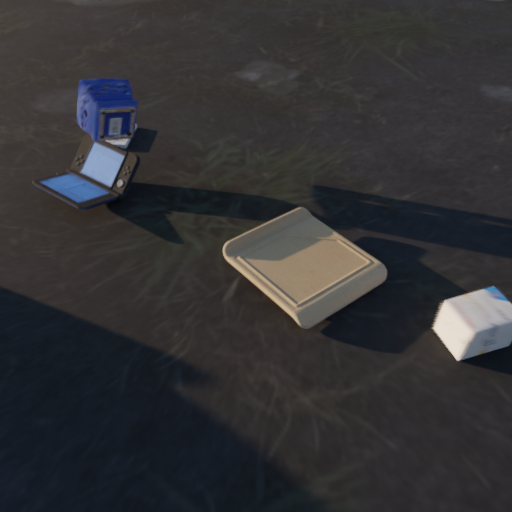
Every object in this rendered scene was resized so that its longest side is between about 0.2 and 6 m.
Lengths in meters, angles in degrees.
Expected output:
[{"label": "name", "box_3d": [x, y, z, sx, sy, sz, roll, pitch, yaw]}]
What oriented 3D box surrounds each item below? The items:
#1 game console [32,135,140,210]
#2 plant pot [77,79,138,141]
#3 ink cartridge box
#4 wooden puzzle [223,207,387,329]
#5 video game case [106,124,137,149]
[{"label": "game console", "box_3d": [-3.040, -1.534, 10.037, 1.470, 1.255, 0.870, 26, 3, 27]}, {"label": "plant pot", "box_3d": [-2.705, -2.638, 10.311, 0.932, 0.932, 0.838, -12, 50, -31]}, {"label": "ink cartridge box", "box_3d": [2.918, 0.896, 7.413, 0.827, 0.598, 0.609, -12, 45, -16]}, {"label": "wooden puzzle", "box_3d": [0.726, 0.140, 8.562, 1.786, 0.360, 1.931, -27, 52, -28]}, {"label": "video game case", "box_3d": [-3.063, -2.564, 11.863, 0.861, 0.112, 0.946, 3, 40, 4]}]
